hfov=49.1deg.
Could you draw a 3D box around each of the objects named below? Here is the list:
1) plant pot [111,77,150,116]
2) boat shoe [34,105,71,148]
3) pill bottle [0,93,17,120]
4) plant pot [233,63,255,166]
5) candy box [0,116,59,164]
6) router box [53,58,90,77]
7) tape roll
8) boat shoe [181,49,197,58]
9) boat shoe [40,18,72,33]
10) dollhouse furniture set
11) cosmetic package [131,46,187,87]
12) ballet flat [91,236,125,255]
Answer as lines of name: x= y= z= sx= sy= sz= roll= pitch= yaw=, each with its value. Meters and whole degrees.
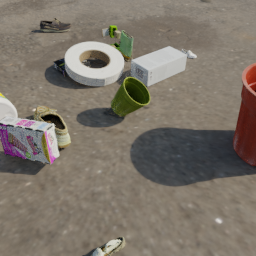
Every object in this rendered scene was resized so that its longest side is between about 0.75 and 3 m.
plant pot: x=-0.014 y=-1.058 z=10.432 sx=1.224 sy=1.179 sz=1.224 roll=24 pitch=47 yaw=-29
boat shoe: x=-2.654 y=-0.238 z=9.867 sx=0.866 sy=0.741 sz=2.364 roll=-17 pitch=42 yaw=-34
pill bottle: x=-5.392 y=-0.891 z=10.052 sx=1.645 sy=1.645 sz=2.916 roll=-32 pitch=50 yaw=-31
plant pot: x=4.547 y=-0.244 z=8.598 sx=2.690 sy=2.617 sz=2.690 roll=0 pitch=41 yaw=0
candy box: x=-3.033 y=0.360 z=8.525 sx=1.734 sy=1.182 sz=0.529 roll=8 pitch=31 yaw=17
router box: x=-2.694 y=-3.037 z=13.457 sx=1.386 sy=0.362 sz=1.090 roll=-26 pitch=48 yaw=-26
tape roll: x=-1.534 y=-2.998 z=12.933 sx=2.758 sy=0.504 sz=2.758 roll=6 pitch=50 yaw=-7
boat shoe: x=3.123 y=-3.833 z=14.402 sx=0.890 sy=0.308 sz=0.315 roll=27 pitch=48 yaw=27
boat shoe: x=-4.338 y=-6.134 z=16.715 sx=1.891 sy=0.693 sz=0.704 roll=-6 pitch=42 yaw=-7
dollhouse furniture set: x=-0.619 y=-4.225 z=14.116 sx=0.975 sy=1.272 sz=1.942 roll=-20 pitch=45 yaw=-23
cosmetic package: x=1.425 y=-2.881 z=12.904 sx=2.398 sy=0.855 sz=1.216 roll=-27 pitch=48 yaw=-27
ballet flat: x=-0.530 y=2.918 z=6.689 sx=1.068 sy=0.402 sz=0.362 roll=-25 pitch=47 yaw=-25
